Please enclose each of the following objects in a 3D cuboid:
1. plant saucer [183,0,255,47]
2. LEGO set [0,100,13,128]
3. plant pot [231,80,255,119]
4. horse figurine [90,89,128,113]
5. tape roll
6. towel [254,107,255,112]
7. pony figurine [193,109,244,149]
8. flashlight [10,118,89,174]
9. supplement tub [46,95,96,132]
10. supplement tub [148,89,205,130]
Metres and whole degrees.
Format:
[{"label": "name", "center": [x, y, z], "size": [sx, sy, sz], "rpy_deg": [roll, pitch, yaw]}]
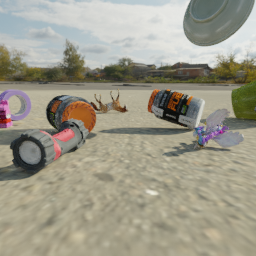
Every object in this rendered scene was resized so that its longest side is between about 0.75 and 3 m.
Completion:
[{"label": "plant saucer", "center": [2.814, -4.061, 9.321], "size": [0.657, 2.616, 2.616], "rpy_deg": [19, -6, -43]}, {"label": "LEGO set", "center": [-4.290, -0.422, 7.904], "size": [1.069, 1.150, 2.802], "rpy_deg": [-2, 10, -5]}, {"label": "plant pot", "center": [4.996, -1.065, 10.779], "size": [1.748, 1.816, 1.816], "rpy_deg": [-9, 3, 33]}, {"label": "horse figurine", "center": [-0.931, -1.145, 13.189], "size": [1.733, 1.149, 0.433], "rpy_deg": [-13, 23, 2]}, {"label": "tape roll", "center": [-4.315, -0.877, 10.630], "size": [0.490, 1.152, 1.152], "rpy_deg": [8, 12, 43]}, {"label": "towel", "center": [4.648, -0.738, 9.316], "size": [0.943, 0.781, 0.404], "rpy_deg": [26, -4, -37]}, {"label": "pony figurine", "center": [1.939, 0.088, 6.365], "size": [1.044, 0.900, 1.081], "rpy_deg": [-31, 5, 17]}, {"label": "flashlight", "center": [-1.370, 0.206, 5.331], "size": [0.694, 0.691, 2.041], "rpy_deg": [22, 16, 5]}, {"label": "supplement tub", "center": [-1.553, -0.339, 7.629], "size": [1.079, 1.079, 1.760], "rpy_deg": [-5, 11, -26]}, {"label": "supplement tub", "center": [1.476, -0.627, 8.695], "size": [1.595, 0.977, 0.977], "rpy_deg": [19, 15, 19]}]
